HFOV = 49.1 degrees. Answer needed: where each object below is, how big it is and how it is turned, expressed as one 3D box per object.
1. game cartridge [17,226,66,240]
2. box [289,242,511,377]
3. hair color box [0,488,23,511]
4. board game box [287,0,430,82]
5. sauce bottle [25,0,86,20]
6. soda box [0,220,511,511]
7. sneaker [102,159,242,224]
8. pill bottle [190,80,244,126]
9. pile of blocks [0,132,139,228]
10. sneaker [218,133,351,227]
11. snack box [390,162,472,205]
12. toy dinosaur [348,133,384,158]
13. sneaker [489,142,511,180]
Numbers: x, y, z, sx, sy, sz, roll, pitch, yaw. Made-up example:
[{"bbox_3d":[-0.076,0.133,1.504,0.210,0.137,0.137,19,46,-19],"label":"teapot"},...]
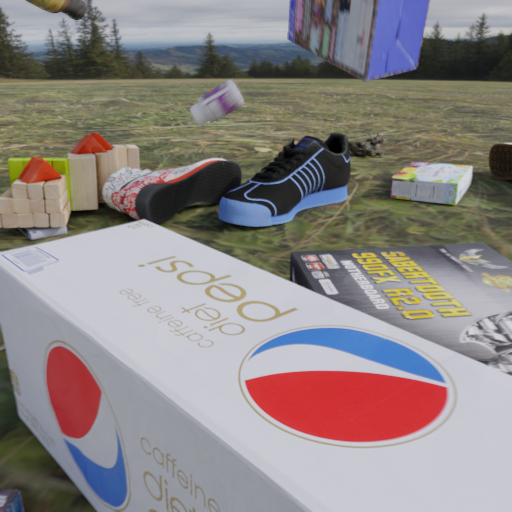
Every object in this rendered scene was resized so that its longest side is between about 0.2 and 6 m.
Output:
[{"bbox_3d":[-3.582,-0.507,9.388,0.657,0.202,0.987,-18,28,-32],"label":"game cartridge"},{"bbox_3d":[1.776,0.746,5.359,2.417,0.738,3.052,-3,22,-7],"label":"box"},{"bbox_3d":[-1.882,1.863,2.928,0.706,0.427,1.412,2,21,6],"label":"hair color box"},{"bbox_3d":[1.425,-3.698,8.068,0.975,1.606,2.014,-19,44,-24],"label":"board game box"},{"bbox_3d":[-3.435,-4.301,9.054,0.571,0.571,1.764,9,7,22],"label":"sauce bottle"},{"bbox_3d":[-0.073,1.092,3.396,1.414,1.513,4.443,-18,28,-38],"label":"soda box"},{"bbox_3d":[-1.578,-1.386,10.629,1.454,0.906,2.713,18,30,33],"label":"sneaker"},{"bbox_3d":[-0.622,-2.370,8.760,0.776,0.436,0.436,-27,17,13],"label":"pill bottle"},{"bbox_3d":[-3.464,-1.597,10.352,1.677,1.270,4.086,6,18,12],"label":"pile of blocks"},{"bbox_3d":[0.588,-1.475,10.301,1.179,1.310,3.362,18,27,37],"label":"sneaker"},{"bbox_3d":[3.660,-1.537,11.610,1.298,0.484,1.826,11,24,25],"label":"snack box"},{"bbox_3d":[2.950,-2.937,15.302,1.659,0.639,0.848,-19,16,-28],"label":"toy dinosaur"},{"bbox_3d":[6.494,-1.934,11.686,1.508,1.127,3.360,-10,20,-11],"label":"sneaker"}]
